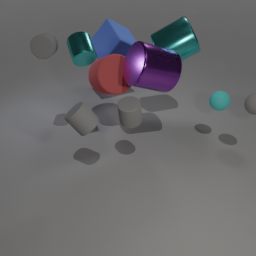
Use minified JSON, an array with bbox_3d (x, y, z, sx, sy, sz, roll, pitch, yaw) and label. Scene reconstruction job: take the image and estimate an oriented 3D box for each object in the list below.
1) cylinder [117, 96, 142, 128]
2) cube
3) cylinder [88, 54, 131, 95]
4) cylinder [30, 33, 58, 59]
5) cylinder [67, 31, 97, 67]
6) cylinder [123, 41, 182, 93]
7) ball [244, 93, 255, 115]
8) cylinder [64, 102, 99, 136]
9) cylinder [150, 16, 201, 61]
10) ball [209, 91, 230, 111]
[{"bbox_3d":[0.060,-0.476,8.420,0.700,0.700,0.700,-3,46,3],"label":"cylinder"},{"bbox_3d":[-0.573,-3.576,12.196,1.400,1.400,1.400,5,49,-50],"label":"cube"},{"bbox_3d":[-0.640,-1.952,10.388,1.400,1.400,1.400,-13,11,-19],"label":"cylinder"},{"bbox_3d":[-2.538,-2.507,8.536,0.700,0.700,0.700,-1,23,-2],"label":"cylinder"},{"bbox_3d":[-1.306,-2.217,7.901,0.700,0.700,0.700,-13,71,-20],"label":"cylinder"},{"bbox_3d":[0.768,-1.942,9.045,1.400,1.400,1.400,7,26,-29],"label":"cylinder"},{"bbox_3d":[4.051,-0.759,8.844,0.700,0.700,0.700,0,32,0],"label":"ball"},{"bbox_3d":[-1.291,-0.257,7.855,0.700,0.700,0.700,-34,25,18],"label":"cylinder"},{"bbox_3d":[1.739,-3.124,10.325,1.400,1.400,1.400,-26,29,14],"label":"cylinder"},{"bbox_3d":[3.226,-0.955,9.866,0.700,0.700,0.700,0,32,0],"label":"ball"}]
